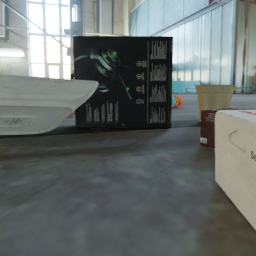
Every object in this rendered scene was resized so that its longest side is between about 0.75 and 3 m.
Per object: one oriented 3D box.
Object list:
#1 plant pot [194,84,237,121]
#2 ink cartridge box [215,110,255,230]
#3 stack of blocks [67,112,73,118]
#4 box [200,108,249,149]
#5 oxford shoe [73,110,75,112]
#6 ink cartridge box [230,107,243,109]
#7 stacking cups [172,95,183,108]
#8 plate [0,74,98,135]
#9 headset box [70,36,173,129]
[{"bbox_3d":[2.718,-0.779,8.861,1.288,1.179,1.288,0,9,0],"label":"plant pot"},{"bbox_3d":[1.952,0.316,2.427,2.050,0.861,1.484,0,8,2],"label":"ink cartridge box"},{"bbox_3d":[-2.300,-0.506,10.270,0.447,0.227,0.776,-7,11,-38],"label":"stack of blocks"},{"bbox_3d":[1.888,0.004,5.206,0.835,0.686,0.693,-5,10,-30],"label":"box"},{"bbox_3d":[-2.315,-0.466,7.436,2.286,0.815,0.833,-6,-16,16],"label":"oxford shoe"},{"bbox_3d":[4.139,-0.752,11.799,1.231,0.272,0.579,-3,8,-15],"label":"ink cartridge box"},{"bbox_3d":[2.139,-1.380,14.436,0.849,0.849,2.806,6,8,34],"label":"stacking cups"},{"bbox_3d":[-2.273,-0.296,5.476,2.680,0.433,2.674,-1,-14,-33],"label":"plate"},{"bbox_3d":[-0.232,-1.232,7.766,2.762,2.405,1.281,-1,9,-2],"label":"headset box"}]
